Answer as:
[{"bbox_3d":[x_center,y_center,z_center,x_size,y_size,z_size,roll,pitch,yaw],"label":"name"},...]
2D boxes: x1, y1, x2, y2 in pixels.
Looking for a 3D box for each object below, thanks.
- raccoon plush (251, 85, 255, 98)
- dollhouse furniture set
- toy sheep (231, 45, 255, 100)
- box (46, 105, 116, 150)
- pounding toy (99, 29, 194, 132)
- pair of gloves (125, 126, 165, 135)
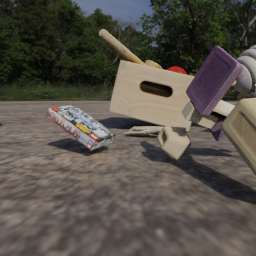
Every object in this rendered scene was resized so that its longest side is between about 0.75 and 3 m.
[{"bbox_3d":[3.693,-0.635,5.936,2.318,1.122,1.553,-5,-27,-7],"label":"raccoon plush"},{"bbox_3d":[1.476,0.322,3.251,1.388,1.550,1.956,18,30,-22],"label":"dollhouse furniture set"},{"bbox_3d":[3.315,-1.390,7.051,2.140,1.476,1.476,-26,12,-9],"label":"toy sheep"},{"bbox_3d":[-0.774,-0.037,4.694,1.000,0.199,0.685,34,21,17],"label":"box"},{"bbox_3d":[0.612,-1.292,8.155,2.833,2.014,2.608,15,8,8],"label":"pounding toy"},{"bbox_3d":[0.645,0.070,6.829,1.072,0.221,1.261,1,2,33],"label":"pair of gloves"}]
